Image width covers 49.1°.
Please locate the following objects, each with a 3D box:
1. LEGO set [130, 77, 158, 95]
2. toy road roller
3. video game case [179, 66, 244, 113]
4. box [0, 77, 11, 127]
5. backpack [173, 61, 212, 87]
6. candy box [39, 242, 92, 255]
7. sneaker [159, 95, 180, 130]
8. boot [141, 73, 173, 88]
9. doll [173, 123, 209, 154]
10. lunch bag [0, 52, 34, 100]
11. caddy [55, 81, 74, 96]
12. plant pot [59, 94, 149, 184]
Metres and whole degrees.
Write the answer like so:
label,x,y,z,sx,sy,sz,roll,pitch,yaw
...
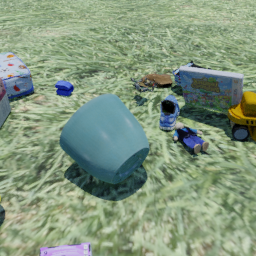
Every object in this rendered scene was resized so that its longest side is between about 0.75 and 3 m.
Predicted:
label,x,y,z,sx,sy,sz,roll,pitch,yaw
LEGO set,0.613,-1.603,10.972,1.037,0.453,1.597,40,28,31
toy road roller,4.140,-0.380,8.888,1.855,1.354,1.140,5,36,8
video game case,2.835,-1.254,9.587,2.047,1.863,0.226,15,61,28
box,-5.130,-0.464,8.935,1.673,1.425,2.616,0,36,0
backpack,2.558,-2.053,11.557,1.420,0.956,1.297,-24,42,-31
candy box,-1.170,2.831,5.218,1.000,0.426,1.192,-4,36,-6
sneaker,1.492,-0.708,9.823,0.715,0.811,1.820,6,36,8
boot,1.208,-1.960,11.872,1.451,0.534,0.547,-7,47,-13
doll,1.945,0.259,8.864,1.003,0.356,1.471,-14,32,-18
lunch bag,-5.420,-2.115,11.569,2.336,1.101,2.915,-26,44,-28
caddy,-2.578,-1.629,11.343,0.769,0.544,0.404,10,43,13
plant pot,-0.448,0.419,7.296,2.067,2.067,1.659,-29,63,-34
